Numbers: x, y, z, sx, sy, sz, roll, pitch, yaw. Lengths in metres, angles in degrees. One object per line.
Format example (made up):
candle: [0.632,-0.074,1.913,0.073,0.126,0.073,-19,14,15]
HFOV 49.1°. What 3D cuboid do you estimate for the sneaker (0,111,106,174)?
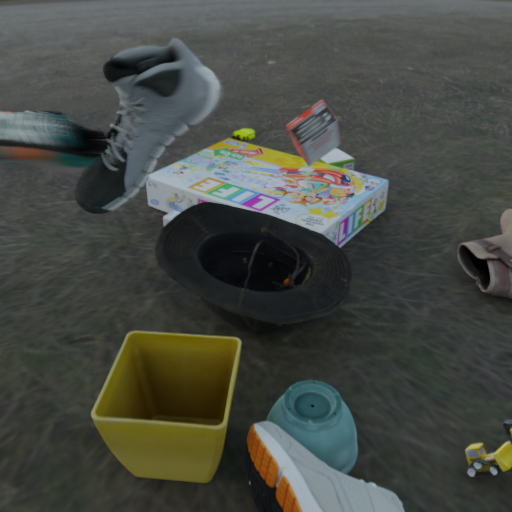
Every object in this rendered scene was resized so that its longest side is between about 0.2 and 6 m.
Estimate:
sneaker: [-3.087,-1.685,7.641,0.871,0.778,2.181,-23,-15,38]

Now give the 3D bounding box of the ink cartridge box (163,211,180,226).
ink cartridge box: [-1.382,-0.443,11.216,0.913,0.661,0.383,19,37,28]

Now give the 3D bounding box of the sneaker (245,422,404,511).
sneaker: [0.886,2.735,6.059,1.180,0.971,2.565,-14,42,-34]

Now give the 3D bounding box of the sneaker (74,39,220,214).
sneaker: [-2.035,-2.102,8.513,3.027,1.748,1.136,-48,64,0]

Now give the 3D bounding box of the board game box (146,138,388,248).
board game box: [0.226,-1.411,12.630,4.540,0.777,3.052,21,37,29]

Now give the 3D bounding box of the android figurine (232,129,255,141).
android figurine: [-0.355,-3.637,16.804,0.691,0.156,0.759,22,39,31]

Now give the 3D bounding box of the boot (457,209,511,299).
boot: [4.582,-0.113,10.427,1.760,0.846,2.407,-1,37,-11]

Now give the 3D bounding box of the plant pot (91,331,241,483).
plant pot: [-0.980,1.917,6.851,1.468,1.295,1.468,3,33,5]

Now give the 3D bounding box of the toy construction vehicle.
toy construction vehicle: [3.245,2.186,6.696,1.113,0.450,1.279,-12,-11,-43]

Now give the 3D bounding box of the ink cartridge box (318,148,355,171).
ink cartridge box: [1.966,-2.478,14.718,0.797,0.408,1.078,-14,33,-20]

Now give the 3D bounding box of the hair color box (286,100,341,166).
hair color box: [1.002,-2.038,9.488,0.733,0.442,1.443,-35,-9,6]

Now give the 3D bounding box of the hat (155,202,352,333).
hat: [-0.113,0.414,9.296,3.212,1.296,3.212,10,36,-7]

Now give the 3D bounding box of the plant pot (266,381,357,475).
plant pot: [0.684,2.098,7.013,1.226,0.821,1.226,0,31,0]
